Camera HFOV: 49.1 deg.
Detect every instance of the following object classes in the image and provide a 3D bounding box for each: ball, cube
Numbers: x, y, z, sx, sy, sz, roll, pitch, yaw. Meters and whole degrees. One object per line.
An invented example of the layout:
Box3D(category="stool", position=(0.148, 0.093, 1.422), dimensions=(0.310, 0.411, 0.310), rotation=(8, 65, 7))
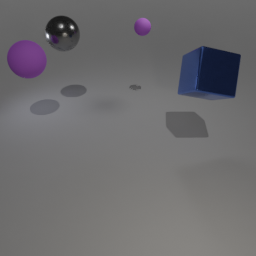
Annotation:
Box3D(category="ball", position=(-2.675, -3.860, 11.477), dimensions=(1.400, 1.400, 1.400), rotation=(0, 33, 0))
Box3D(category="ball", position=(0.602, -4.191, 11.623), dimensions=(0.700, 0.700, 0.700), rotation=(0, 33, 0))
Box3D(category="cube", position=(2.635, -1.739, 9.265), dimensions=(1.400, 1.400, 1.400), rotation=(8, 1, -14))
Box3D(category="ball", position=(-3.784, -2.571, 10.522), dimensions=(1.400, 1.400, 1.400), rotation=(0, 33, 0))
